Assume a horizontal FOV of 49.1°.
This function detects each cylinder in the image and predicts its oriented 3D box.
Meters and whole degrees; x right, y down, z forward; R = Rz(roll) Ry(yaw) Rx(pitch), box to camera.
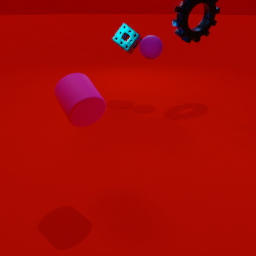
[{"bbox_3d":[-0.873,-0.506,5.101,0.716,0.716,0.716,-15,53,-30],"label":"cylinder"}]

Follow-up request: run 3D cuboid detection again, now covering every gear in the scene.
[{"bbox_3d":[2.530,-4.127,10.355,1.897,1.897,0.351,-13,39,-25],"label":"gear"}]

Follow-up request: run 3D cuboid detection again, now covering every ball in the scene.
[{"bbox_3d":[0.865,-3.013,10.478,0.869,0.869,0.869,0,24,0],"label":"ball"}]

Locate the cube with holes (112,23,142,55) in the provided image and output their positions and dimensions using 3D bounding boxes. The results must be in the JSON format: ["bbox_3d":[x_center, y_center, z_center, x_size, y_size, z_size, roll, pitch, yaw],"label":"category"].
[{"bbox_3d":[-0.020,-3.464,10.952,0.785,0.785,0.785,39,10,4],"label":"cube with holes"}]
